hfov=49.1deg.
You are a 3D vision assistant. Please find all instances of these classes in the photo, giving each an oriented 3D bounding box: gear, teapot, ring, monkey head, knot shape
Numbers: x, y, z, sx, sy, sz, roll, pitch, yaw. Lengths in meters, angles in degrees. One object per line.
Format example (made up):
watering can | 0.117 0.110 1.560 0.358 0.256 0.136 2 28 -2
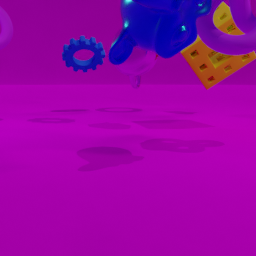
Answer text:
gear | -1.695 -2.797 10.750 1.613 0.298 1.613 -9 -30 -5
teapot | 0.227 -1.950 6.881 1.233 1.982 0.971 7 11 24
ring | -3.827 -2.729 7.422 1.478 1.478 0.296 -7 -5 -34
monkey head | 0.290 -1.585 3.448 1.121 1.860 1.338 35 16 36
knot shape | 1.784 -1.874 4.187 1.811 1.695 0.837 38 4 -23

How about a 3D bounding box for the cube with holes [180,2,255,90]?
cube with holes | 2.054 -2.152 7.041 1.385 1.385 1.385 -33 40 19
